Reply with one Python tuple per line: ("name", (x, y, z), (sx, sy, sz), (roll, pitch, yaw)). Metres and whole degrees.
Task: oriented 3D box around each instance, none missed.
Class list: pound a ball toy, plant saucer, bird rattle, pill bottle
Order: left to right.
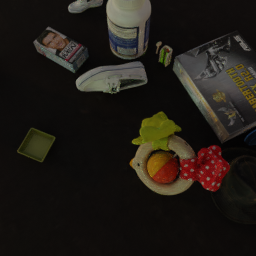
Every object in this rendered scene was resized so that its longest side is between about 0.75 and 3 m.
("plant saucer", (-2.646, 0.513, 8.188), (0.829, 0.198, 0.828), (21, 69, 8))
("pill bottle", (0.021, -3.332, 8.627), (1.315, 2.370, 1.315), (0, 67, 0))
("pound a ball toy", (1.178, -2.446, 9.121), (0.512, 0.784, 0.333), (41, 73, 16))
("bird rattle", (1.190, 0.834, 7.274), (2.545, 2.075, 1.434), (39, 28, 0))

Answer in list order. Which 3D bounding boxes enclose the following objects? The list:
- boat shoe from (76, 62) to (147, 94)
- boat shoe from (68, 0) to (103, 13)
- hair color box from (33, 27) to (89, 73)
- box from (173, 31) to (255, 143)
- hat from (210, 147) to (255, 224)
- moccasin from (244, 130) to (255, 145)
("boat shoe", (-0.454, -1.467, 8.680), (2.238, 0.823, 0.747), (-19, 67, -9))
("boat shoe", (-1.572, -4.629, 10.227), (1.321, 0.441, 0.486), (-22, 69, -9))
("hair color box", (-2.219, -2.619, 9.348), (1.634, 0.495, 0.809), (31, 71, 13))
("box", (3.163, -1.360, 8.686), (2.375, 0.725, 2.999), (-24, 69, -10))
("hat", (3.229, 1.400, 7.459), (2.163, 0.873, 2.163), (0, 67, -1))
("moccasin", (4.166, 0.194, 8.069), (1.580, 0.636, 0.539), (-20, 57, -7))
